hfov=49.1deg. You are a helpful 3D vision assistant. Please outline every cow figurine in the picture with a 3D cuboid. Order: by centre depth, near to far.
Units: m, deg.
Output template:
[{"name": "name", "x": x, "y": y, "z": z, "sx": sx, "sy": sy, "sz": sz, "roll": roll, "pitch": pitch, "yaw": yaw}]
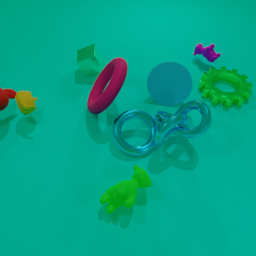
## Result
[{"name": "cow figurine", "x": -0.018, "y": 1.494, "z": 6.957, "sx": 1.216, "sy": 0.668, "sz": 1.197, "roll": -27, "pitch": 10, "yaw": 25}, {"name": "cow figurine", "x": 2.865, "y": -2.744, "z": 10.308, "sx": 0.480, "sy": 0.861, "sz": 0.875, "roll": -40, "pitch": 98, "yaw": -26}]

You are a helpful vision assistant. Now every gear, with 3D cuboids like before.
[{"name": "gear", "x": 3.305, "y": -1.423, "z": 9.539, "sx": 1.700, "sy": 0.314, "sz": 1.700, "roll": 0, "pitch": 52, "yaw": 0}]

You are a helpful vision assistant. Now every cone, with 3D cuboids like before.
[{"name": "cone", "x": 1.440, "y": -1.675, "z": 9.502, "sx": 1.436, "sy": 1.436, "sz": 1.441, "roll": 9, "pitch": 26, "yaw": 7}]

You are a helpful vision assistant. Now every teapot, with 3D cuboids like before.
[{"name": "teapot", "x": -2.971, "y": -0.762, "z": 8.298, "sx": 0.569, "sy": 0.722, "sz": 1.162, "roll": -20, "pitch": 30, "yaw": -12}]

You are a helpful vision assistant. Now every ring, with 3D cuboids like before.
[{"name": "ring", "x": 0.219, "y": 0.117, "z": 8.046, "sx": 1.383, "sy": 0.277, "sz": 1.383, "roll": 3, "pitch": 73, "yaw": -11}, {"name": "ring", "x": -0.644, "y": -1.270, "z": 8.435, "sx": 0.379, "sy": 1.895, "sz": 1.895, "roll": 29, "pitch": 48, "yaw": -23}]

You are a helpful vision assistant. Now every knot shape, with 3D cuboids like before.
[{"name": "knot shape", "x": 1.355, "y": -0.167, "z": 7.870, "sx": 1.734, "sy": 0.801, "sz": 1.623, "roll": -25, "pitch": 15, "yaw": -3}]

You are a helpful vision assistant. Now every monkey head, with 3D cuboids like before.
[{"name": "monkey head", "x": -4.009, "y": -0.978, "z": 8.020, "sx": 0.958, "sy": 1.144, "sz": 1.591, "roll": -15, "pitch": 6, "yaw": 22}]

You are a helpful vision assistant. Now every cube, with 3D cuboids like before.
[{"name": "cube", "x": -1.335, "y": -2.397, "z": 9.926, "sx": 0.716, "sy": 0.716, "sz": 0.716, "roll": -17, "pitch": 51, "yaw": 14}]
